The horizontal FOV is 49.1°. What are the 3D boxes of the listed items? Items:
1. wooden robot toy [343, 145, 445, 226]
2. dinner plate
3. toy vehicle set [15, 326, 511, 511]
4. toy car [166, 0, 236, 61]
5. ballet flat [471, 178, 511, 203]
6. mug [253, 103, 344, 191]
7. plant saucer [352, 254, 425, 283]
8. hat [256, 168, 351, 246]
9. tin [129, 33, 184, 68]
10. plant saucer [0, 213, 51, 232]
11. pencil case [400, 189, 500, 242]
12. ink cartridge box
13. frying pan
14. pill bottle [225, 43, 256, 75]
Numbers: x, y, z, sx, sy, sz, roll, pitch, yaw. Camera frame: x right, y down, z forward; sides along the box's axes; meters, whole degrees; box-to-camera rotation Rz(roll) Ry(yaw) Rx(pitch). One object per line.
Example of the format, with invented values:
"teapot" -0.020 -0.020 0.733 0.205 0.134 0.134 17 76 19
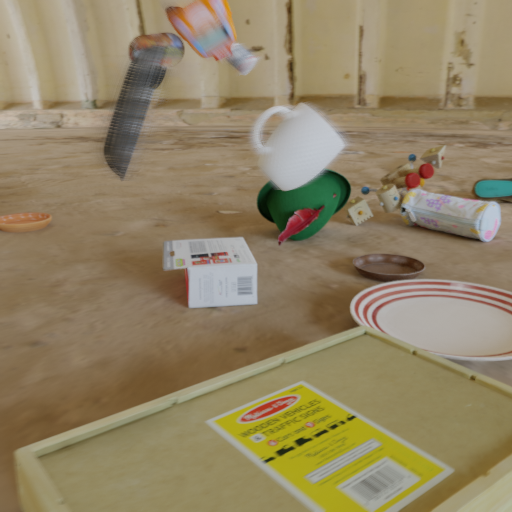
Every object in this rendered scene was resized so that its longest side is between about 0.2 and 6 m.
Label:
"wooden robot toy" 3.620 -1.395 13.447 2.988 1.356 1.316 -35 18 -15
"dinner plate" 2.565 0.857 7.404 2.629 0.319 2.629 0 16 0
"toy vehicle set" 0.443 1.623 4.450 3.871 0.513 2.405 -12 20 -35
"toy car" 0.037 -2.942 6.350 2.225 0.740 1.091 -32 22 -6
"ballet flat" 7.343 -1.800 15.791 2.467 0.837 0.892 0 -3 14
"mug" 0.418 -1.396 7.029 1.066 0.935 0.787 41 6 -31
"plant saucer" 2.291 0.221 9.717 1.227 0.211 1.227 -1 17 0
"hat" 1.043 -0.455 11.560 2.396 1.985 2.109 5 54 -22
"tin" -1.888 -3.881 10.618 1.094 0.613 0.229 -20 32 -30
"plant saucer" -5.402 -0.770 12.988 1.264 0.237 1.264 -1 17 0
"pencil case" 4.238 -0.920 12.329 0.954 0.874 2.103 8 8 -45
"ink cartridge box" -0.777 0.228 8.874 1.388 0.663 1.580 -2 17 -8
"frying pan" -1.959 -3.120 9.947 0.655 2.433 4.023 18 54 -16
"pill bottle" -0.323 -3.426 9.615 0.592 0.354 0.354 40 20 -2
